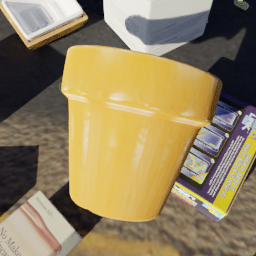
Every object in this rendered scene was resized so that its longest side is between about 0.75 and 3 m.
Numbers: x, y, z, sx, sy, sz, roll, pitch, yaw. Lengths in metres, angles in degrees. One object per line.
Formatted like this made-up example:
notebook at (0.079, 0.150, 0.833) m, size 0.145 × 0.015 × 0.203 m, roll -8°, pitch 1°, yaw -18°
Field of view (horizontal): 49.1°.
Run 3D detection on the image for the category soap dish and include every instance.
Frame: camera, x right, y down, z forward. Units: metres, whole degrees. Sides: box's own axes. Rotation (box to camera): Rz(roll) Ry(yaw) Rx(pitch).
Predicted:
soap dish at (-2.749, -3.736, 9.264) m, size 2.271 × 0.922 × 1.786 m, roll -33°, pitch 83°, yaw -19°

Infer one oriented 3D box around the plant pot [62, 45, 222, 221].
plant pot at (0.018, 0.119, 4.110) m, size 2.209 × 2.209 × 2.022 m, roll 13°, pitch 94°, yaw 8°

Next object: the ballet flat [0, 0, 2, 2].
ballet flat at (-3.926, -5.336, 10.590) m, size 2.395 × 0.889 × 0.889 m, roll -37°, pitch 66°, yaw -15°

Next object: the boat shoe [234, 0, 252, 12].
boat shoe at (4.236, -4.587, 10.376) m, size 0.278 × 0.324 × 0.886 m, roll 13°, pitch 39°, yaw -36°

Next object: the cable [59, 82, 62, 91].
cable at (-1.130, -1.001, 8.290) m, size 1.873 × 0.471 × 0.910 m, roll 0°, pitch 76°, yaw 14°

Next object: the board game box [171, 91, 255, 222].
board game box at (1.881, 0.368, 7.093) m, size 2.454 × 0.842 × 2.969 m, roll 32°, pitch 64°, yaw 15°

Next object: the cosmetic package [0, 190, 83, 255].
cosmetic package at (-2.258, 2.604, 5.630) m, size 1.240 × 1.046 × 2.398 m, roll 39°, pitch 67°, yaw 20°

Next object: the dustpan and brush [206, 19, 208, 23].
dustpan and brush at (2.212, -4.608, 10.017) m, size 0.593 × 1.446 × 2.071 m, roll -22°, pitch 87°, yaw 0°

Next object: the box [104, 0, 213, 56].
box at (0.876, -4.069, 8.908) m, size 2.593 × 2.221 × 2.580 m, roll -29°, pitch 63°, yaw -16°
